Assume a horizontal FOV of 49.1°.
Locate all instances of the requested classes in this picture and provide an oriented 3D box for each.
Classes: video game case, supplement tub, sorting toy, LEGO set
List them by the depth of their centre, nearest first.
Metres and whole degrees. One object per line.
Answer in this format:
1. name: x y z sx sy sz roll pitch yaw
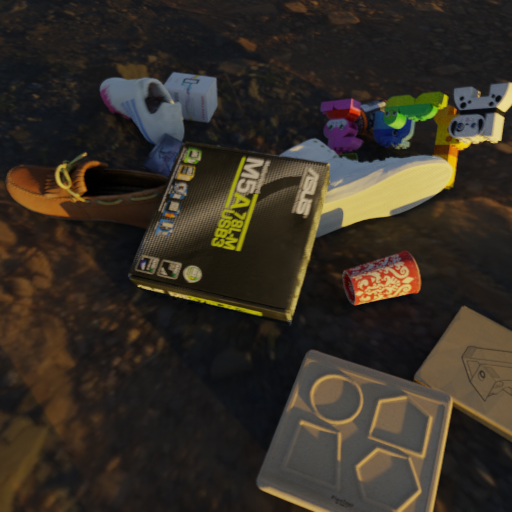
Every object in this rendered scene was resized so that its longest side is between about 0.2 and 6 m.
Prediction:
1. sorting toy: 1.340 2.423 7.342 2.090 0.412 2.258 16 47 15
2. LEGO set: 3.199 -2.223 11.125 1.515 1.629 3.971 5 2 -44
3. video game case: -1.543 -1.861 11.330 1.249 0.118 0.892 29 68 3
4. supplement tub: 2.457 -3.101 12.623 1.141 0.610 0.610 -23 50 -20

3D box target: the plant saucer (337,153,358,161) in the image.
1. plant saucer: 1.800 -1.807 11.566 0.623 0.149 0.624 -3 66 0

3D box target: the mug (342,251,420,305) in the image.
1. mug: 2.007 0.415 9.263 1.084 0.962 0.723 -14 83 -8

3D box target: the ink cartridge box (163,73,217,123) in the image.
1. ink cartridge box: -1.525 -3.695 13.074 1.069 0.785 0.781 10 46 9

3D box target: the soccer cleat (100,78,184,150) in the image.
1. soccer cleat: -2.503 -3.521 12.463 1.062 1.313 3.041 -21 50 -34

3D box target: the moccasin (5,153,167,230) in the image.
1. moccasin: -3.077 -1.277 10.354 3.304 1.275 1.208 13 47 13

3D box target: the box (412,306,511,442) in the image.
1. box: 3.577 1.779 8.109 2.049 0.218 1.675 30 53 26

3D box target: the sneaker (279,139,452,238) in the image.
1. sneaker: 1.863 -1.657 10.729 3.376 1.244 1.951 -16 52 -13

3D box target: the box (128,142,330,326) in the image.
1. box: -0.372 -0.473 9.290 2.680 0.659 2.775 12 67 16

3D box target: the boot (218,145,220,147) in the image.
1. boot: -1.059 -1.428 10.581 1.705 0.599 1.247 -20 84 -40
